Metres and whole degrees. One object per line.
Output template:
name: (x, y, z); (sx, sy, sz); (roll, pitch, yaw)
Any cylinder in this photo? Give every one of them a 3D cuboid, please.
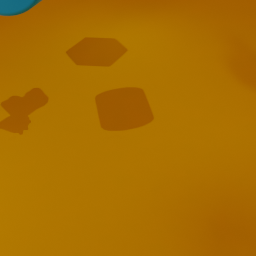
cylinder: (-1.814, -2.503, 4.321); (1.265, 1.265, 1.265); (-3, 32, -3)
